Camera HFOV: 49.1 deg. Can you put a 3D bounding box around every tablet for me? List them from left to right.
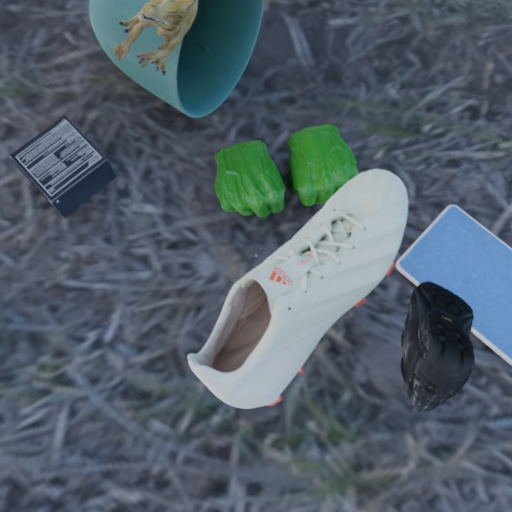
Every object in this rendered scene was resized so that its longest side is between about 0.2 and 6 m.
[{"bbox_3d":[3.401,0.391,8.441,2.266,0.155,1.474,42,76,14],"label":"tablet"}]

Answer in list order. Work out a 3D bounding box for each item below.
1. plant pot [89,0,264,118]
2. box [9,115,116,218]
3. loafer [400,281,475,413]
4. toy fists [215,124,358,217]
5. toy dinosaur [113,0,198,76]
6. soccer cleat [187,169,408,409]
[{"bbox_3d":[-1.333,-3.704,8.738,1.978,2.465,2.465,29,73,14],"label":"plant pot"},{"bbox_3d":[-3.008,-1.386,8.791,1.093,0.673,1.084,-41,75,-13],"label":"box"},{"bbox_3d":[1.948,0.914,6.232,0.768,2.263,0.794,28,113,8],"label":"loafer"},{"bbox_3d":[0.459,-1.223,8.716,2.218,0.763,1.131,-12,64,-3],"label":"toy fists"},{"bbox_3d":[-0.976,-3.012,6.879,0.807,1.402,2.772,39,36,-26],"label":"toy dinosaur"},{"bbox_3d":[0.571,0.266,6.403,1.163,1.301,3.355,31,83,45],"label":"soccer cleat"}]
